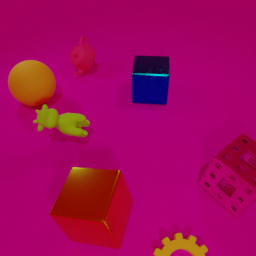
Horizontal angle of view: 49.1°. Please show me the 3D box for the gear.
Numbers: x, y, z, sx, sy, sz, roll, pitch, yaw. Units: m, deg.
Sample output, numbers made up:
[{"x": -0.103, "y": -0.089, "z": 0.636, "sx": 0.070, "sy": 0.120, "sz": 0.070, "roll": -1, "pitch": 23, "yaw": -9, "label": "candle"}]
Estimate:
[{"x": 1.003, "y": 2.560, "z": 5.207, "sx": 1.104, "sy": 0.204, "sz": 1.104, "roll": 1, "pitch": 64, "yaw": -1, "label": "gear"}]

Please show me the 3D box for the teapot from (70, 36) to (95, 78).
[{"x": -1.673, "y": -2.500, "z": 9.976, "sx": 0.946, "sy": 1.521, "sz": 0.745, "roll": 10, "pitch": 1, "yaw": 35, "label": "teapot"}]

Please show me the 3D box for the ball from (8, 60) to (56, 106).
[{"x": -2.968, "y": -1.390, "z": 8.700, "sx": 1.393, "sy": 1.393, "sz": 1.393, "roll": 0, "pitch": 44, "yaw": 0, "label": "ball"}]

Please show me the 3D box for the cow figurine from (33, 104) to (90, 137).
[{"x": -1.703, "y": -0.137, "z": 7.268, "sx": 1.243, "sy": 1.263, "sz": 0.693, "roll": 10, "pitch": 83, "yaw": 4, "label": "cow figurine"}]

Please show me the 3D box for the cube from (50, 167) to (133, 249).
[{"x": -0.663, "y": 1.581, "z": 5.625, "sx": 1.117, "sy": 1.117, "sz": 1.117, "roll": 1, "pitch": 45, "yaw": 20, "label": "cube"}]

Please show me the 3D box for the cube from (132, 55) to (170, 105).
[{"x": 0.735, "y": -1.562, "z": 9.075, "sx": 1.143, "sy": 1.143, "sz": 1.143, "roll": 3, "pitch": 44, "yaw": 5, "label": "cube"}]

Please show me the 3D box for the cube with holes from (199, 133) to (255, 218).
[{"x": 2.515, "y": 1.044, "z": 6.278, "sx": 1.112, "sy": 1.112, "sz": 1.112, "roll": -29, "pitch": 57, "yaw": -30, "label": "cube with holes"}]
